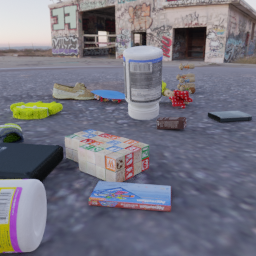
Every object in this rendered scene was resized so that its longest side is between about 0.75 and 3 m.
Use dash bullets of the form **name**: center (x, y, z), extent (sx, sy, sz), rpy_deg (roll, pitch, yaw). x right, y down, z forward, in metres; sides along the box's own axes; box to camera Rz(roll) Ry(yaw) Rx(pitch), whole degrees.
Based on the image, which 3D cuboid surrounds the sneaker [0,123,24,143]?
- **sneaker**: center (-4.171, 0.306, 8.596), extent (2.029, 0.749, 0.821), rpy_deg (-14, 24, -37)

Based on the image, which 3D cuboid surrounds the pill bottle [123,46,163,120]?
- **pill bottle**: center (0.585, -1.696, 10.703), extent (1.454, 2.557, 1.454), rpy_deg (-2, 29, 1)

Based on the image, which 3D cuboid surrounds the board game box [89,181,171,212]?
- **board game box**: center (0.079, 1.386, 5.776), extent (1.605, 0.156, 0.826), rpy_deg (3, 15, 9)

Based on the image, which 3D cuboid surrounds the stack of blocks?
- **stack of blocks**: center (-0.709, 0.664, 7.386), extent (2.232, 0.654, 1.285), rpy_deg (13, 21, 39)

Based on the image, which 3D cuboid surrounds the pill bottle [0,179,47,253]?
- **pill bottle**: center (-2.391, 1.336, 4.274), extent (2.073, 1.080, 1.080), rpy_deg (0, 16, -2)

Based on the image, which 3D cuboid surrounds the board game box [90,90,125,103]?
- **board game box**: center (-1.025, -1.762, 16.390), extent (1.890, 0.466, 2.392), rpy_deg (-6, 22, -35)

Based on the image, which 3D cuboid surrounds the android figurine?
- **android figurine**: center (-4.331, -0.881, 13.138), extent (2.312, 0.522, 2.540), rpy_deg (4, 15, 12)

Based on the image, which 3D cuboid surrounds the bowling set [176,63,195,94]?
- **bowling set**: center (4.001, -3.153, 19.439), extent (1.311, 2.442, 1.699), rpy_deg (-2, 48, 14)

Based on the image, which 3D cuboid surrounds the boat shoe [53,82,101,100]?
- **boat shoe**: center (-3.068, -2.266, 17.023), extent (2.990, 0.992, 1.106), rpy_deg (0, 15, -7)

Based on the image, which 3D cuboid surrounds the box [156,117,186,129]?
- **box**: center (1.668, -0.190, 10.744), extent (1.060, 0.397, 0.531), rpy_deg (-1, 13, 23)

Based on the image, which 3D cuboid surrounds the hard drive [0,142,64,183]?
- **hard drive**: center (-3.303, 0.864, 7.021), extent (2.836, 0.466, 1.979), rpy_deg (2, 16, 8)

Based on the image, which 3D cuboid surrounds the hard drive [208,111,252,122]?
- **hard drive**: center (4.436, -0.509, 12.265), extent (1.520, 0.250, 1.061), rpy_deg (-4, 16, -13)

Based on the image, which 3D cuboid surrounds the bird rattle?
- **bird rattle**: center (2.596, -1.796, 15.208), extent (2.446, 1.378, 1.994), rpy_deg (19, 8, 42)
